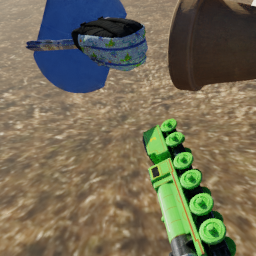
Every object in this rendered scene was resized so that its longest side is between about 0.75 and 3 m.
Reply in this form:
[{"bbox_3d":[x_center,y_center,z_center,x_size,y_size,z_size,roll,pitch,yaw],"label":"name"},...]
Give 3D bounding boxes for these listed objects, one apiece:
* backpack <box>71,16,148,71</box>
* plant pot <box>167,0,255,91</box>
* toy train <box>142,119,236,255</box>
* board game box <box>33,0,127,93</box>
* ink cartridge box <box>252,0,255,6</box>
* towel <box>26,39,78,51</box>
[{"bbox_3d":[-0.134,-0.949,3.089,0.651,0.614,0.798,-30,24,-33],"label":"backpack"},{"bbox_3d":[2.343,-1.990,6.592,2.101,2.409,2.409,11,37,28],"label":"plant pot"},{"bbox_3d":[0.523,0.569,2.987,0.553,0.410,1.963,-27,32,11],"label":"toy train"},{"bbox_3d":[-1.195,-2.261,7.130,2.137,2.705,0.527,22,14,12],"label":"board game box"},{"bbox_3d":[4.032,-2.904,7.547,0.951,2.825,1.654,5,37,-17],"label":"ink cartridge box"},{"bbox_3d":[-1.162,-1.427,4.801,1.054,0.125,0.774,-6,12,-9],"label":"towel"}]
